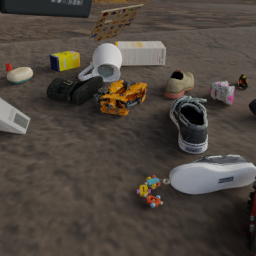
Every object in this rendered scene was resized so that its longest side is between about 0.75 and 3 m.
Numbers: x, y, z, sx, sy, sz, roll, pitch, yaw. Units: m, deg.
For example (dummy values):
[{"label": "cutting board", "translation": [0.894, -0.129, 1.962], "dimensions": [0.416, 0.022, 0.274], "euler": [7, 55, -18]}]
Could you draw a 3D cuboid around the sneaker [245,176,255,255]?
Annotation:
[{"label": "sneaker", "translation": [2.533, 1.442, 4.780], "dimensions": [0.899, 0.650, 1.840], "euler": [11, 33, 19]}]

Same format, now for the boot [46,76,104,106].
[{"label": "boot", "translation": [-1.848, -1.473, 9.997], "dimensions": [1.375, 0.692, 1.839], "euler": [15, 33, 26]}]

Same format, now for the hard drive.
[{"label": "hard drive", "translation": [-1.968, -3.759, 7.138], "dimensions": [2.517, 1.756, 0.414], "euler": [-16, 50, -40]}]

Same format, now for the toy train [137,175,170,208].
[{"label": "toy train", "translation": [0.508, 1.277, 5.553], "dimensions": [0.583, 0.216, 0.777], "euler": [15, 36, 23]}]

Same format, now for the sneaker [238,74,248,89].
[{"label": "sneaker", "translation": [4.494, -1.820, 10.936], "dimensions": [0.310, 0.398, 0.885], "euler": [5, 29, 8]}]

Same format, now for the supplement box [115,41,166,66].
[{"label": "supplement box", "translation": [0.556, -3.682, 13.798], "dimensions": [2.387, 0.878, 1.504], "euler": [-1, 29, -2]}]

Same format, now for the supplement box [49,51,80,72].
[{"label": "supplement box", "translation": [-2.922, -3.127, 13.022], "dimensions": [1.211, 0.663, 0.659], "euler": [-25, 38, -39]}]

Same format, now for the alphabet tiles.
[{"label": "alphabet tiles", "translation": [-0.409, -2.924, 7.927], "dimensions": [1.290, 0.058, 1.543], "euler": [-22, -4, -26]}]

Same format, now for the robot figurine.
[{"label": "robot figurine", "translation": [-0.167, -1.029, 9.265], "dimensions": [1.588, 0.637, 2.190], "euler": [10, 30, 17]}]

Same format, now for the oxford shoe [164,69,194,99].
[{"label": "oxford shoe", "translation": [2.030, -1.816, 10.482], "dimensions": [0.778, 0.826, 2.209], "euler": [13, 31, 22]}]

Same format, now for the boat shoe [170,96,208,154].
[{"label": "boat shoe", "translation": [1.695, -0.416, 7.832], "dimensions": [1.012, 0.936, 2.742], "euler": [4, 29, 8]}]

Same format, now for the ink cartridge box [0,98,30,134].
[{"label": "ink cartridge box", "translation": [-3.999, -0.549, 6.941], "dimensions": [2.102, 2.422, 0.528], "euler": [9, 73, 15]}]

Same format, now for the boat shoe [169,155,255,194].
[{"label": "boat shoe", "translation": [1.700, 0.863, 5.809], "dimensions": [1.915, 0.687, 0.649], "euler": [-4, 29, -13]}]

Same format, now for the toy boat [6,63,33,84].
[{"label": "toy boat", "translation": [-4.567, -2.193, 11.535], "dimensions": [1.307, 0.607, 1.099], "euler": [27, 43, 27]}]

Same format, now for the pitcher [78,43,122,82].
[{"label": "pitcher", "translation": [-1.152, -2.688, 11.841], "dimensions": [1.777, 1.256, 2.071], "euler": [-9, 38, 8]}]

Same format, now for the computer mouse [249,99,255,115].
[{"label": "computer mouse", "translation": [5.081, -0.401, 8.453], "dimensions": [2.884, 0.491, 0.845], "euler": [9, 23, 4]}]

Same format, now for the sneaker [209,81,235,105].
[{"label": "sneaker", "translation": [3.200, -1.208, 9.675], "dimensions": [0.694, 0.640, 1.573], "euler": [0, 21, 3]}]
